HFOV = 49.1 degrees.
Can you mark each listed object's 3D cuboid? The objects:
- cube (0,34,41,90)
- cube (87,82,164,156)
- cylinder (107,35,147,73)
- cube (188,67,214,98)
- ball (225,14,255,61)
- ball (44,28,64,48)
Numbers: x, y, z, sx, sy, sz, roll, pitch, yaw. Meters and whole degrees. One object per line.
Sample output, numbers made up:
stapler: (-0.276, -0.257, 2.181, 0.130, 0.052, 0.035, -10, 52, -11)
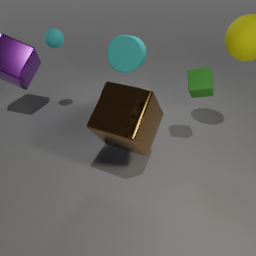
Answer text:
cube: (-4.517, -2.591, 11.157, 1.400, 1.400, 1.400, 24, -12, -2)
cube: (-0.020, -0.230, 7.662, 1.400, 1.400, 1.400, 15, 74, 25)
cylinder: (-0.022, -2.990, 11.278, 1.400, 1.400, 1.400, 5, 17, 9)
cube: (2.280, -1.406, 8.774, 0.700, 0.700, 0.700, -4, -14, 20)
ball: (3.765, -2.812, 8.767, 1.400, 1.400, 1.400, 0, 30, 0)
ball: (-2.728, -3.304, 10.340, 0.700, 0.700, 0.700, 0, 30, 0)
